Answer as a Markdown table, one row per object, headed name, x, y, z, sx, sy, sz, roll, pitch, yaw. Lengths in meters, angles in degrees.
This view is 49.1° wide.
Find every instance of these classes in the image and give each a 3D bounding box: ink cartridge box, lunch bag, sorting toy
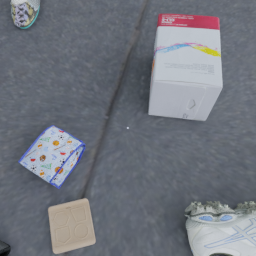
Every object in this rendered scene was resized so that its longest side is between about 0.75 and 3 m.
| name | x | y | z | sx | sy | sz | roll | pitch | yaw |
| --- | --- | --- | --- | --- | --- | --- | --- | --- | --- |
| ink cartridge box | 1.423 | -1.535 | 7.251 | 1.589 | 1.597 | 2.198 | 5 | 62 | 3 |
| lunch bag | -1.716 | 0.635 | 6.597 | 1.024 | 0.746 | 1.204 | 27 | 73 | 15 |
| sorting toy | -1.233 | 2.129 | 6.126 | 0.911 | 0.179 | 0.984 | -12 | 67 | -7 |

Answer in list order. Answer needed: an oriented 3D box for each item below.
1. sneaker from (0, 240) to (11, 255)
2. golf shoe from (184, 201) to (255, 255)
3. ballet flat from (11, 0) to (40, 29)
| name | x | y | z | sx | sy | sz | roll | pitch | yaw |
| --- | --- | --- | --- | --- | --- | --- | --- | --- | --- |
| sneaker | -2.873 | 3.166 | 5.076 | 0.933 | 0.888 | 2.355 | 7 | 54 | -6 |
| golf shoe | 2.524 | 2.185 | 5.802 | 2.650 | 1.038 | 1.288 | -2 | 81 | 3 |
| ballet flat | -3.397 | -4.629 | 9.256 | 1.044 | 1.044 | 2.902 | 3 | 62 | 2 |
